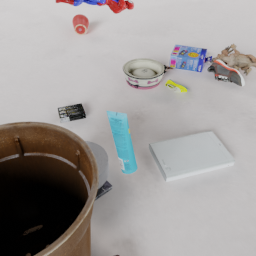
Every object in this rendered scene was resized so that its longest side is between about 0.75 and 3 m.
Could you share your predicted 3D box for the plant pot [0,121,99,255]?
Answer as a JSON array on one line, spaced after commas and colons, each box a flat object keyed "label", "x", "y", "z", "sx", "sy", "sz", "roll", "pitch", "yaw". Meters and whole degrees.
[{"label": "plant pot", "x": -1.786, "y": 1.756, "z": 4.894, "sx": 2.718, "sy": 2.691, "sz": 2.718, "roll": 0, "pitch": 41, "yaw": 0}]

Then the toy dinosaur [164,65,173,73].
[{"label": "toy dinosaur", "x": 1.482, "y": -2.518, "z": 11.681, "sx": 0.758, "sy": 0.387, "sz": 0.515, "roll": -15, "pitch": 21, "yaw": 15}]

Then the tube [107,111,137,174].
[{"label": "tube", "x": -0.079, "y": 0.228, "z": 4.413, "sx": 0.410, "sy": 1.059, "sz": 0.267, "roll": 7, "pitch": 33, "yaw": 34}]

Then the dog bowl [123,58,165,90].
[{"label": "dog bowl", "x": 0.605, "y": -2.104, "z": 10.985, "sx": 1.626, "sy": 0.600, "sz": 1.626, "roll": 0, "pitch": 40, "yaw": 0}]

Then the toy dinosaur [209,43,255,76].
[{"label": "toy dinosaur", "x": 4.669, "y": -2.801, "z": 11.621, "sx": 2.247, "sy": 0.965, "sz": 1.523, "roll": 22, "pitch": 19, "yaw": 6}]

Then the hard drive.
[{"label": "hard drive", "x": 1.762, "y": 0.743, "z": 7.929, "sx": 2.021, "sy": 0.265, "sz": 1.333, "roll": -11, "pitch": 42, "yaw": -13}]

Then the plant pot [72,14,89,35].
[{"label": "plant pot", "x": -2.471, "y": -5.322, "z": 14.590, "sx": 0.891, "sy": 0.891, "sz": 0.788, "roll": -3, "pitch": 51, "yaw": -4}]

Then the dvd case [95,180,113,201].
[{"label": "dvd case", "x": -1.510, "y": 1.350, "z": 7.309, "sx": 1.380, "sy": 0.148, "sz": 1.856, "roll": -30, "pitch": 49, "yaw": -30}]

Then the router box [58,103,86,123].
[{"label": "router box", "x": -1.893, "y": -0.509, "z": 9.415, "sx": 0.850, "sy": 0.217, "sz": 0.634, "roll": -12, "pitch": 42, "yaw": -14}]

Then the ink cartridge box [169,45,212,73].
[{"label": "ink cartridge box", "x": 2.705, "y": -2.966, "z": 11.976, "sx": 1.673, "sy": 0.639, "sz": 1.142, "roll": 13, "pitch": 43, "yaw": 12}]

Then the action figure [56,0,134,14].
[{"label": "action figure", "x": -1.027, "y": -4.830, "z": 9.745, "sx": 2.787, "sy": 1.379, "sz": 0.909, "roll": 2, "pitch": 1, "yaw": -26}]

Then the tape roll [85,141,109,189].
[{"label": "tape roll", "x": -1.230, "y": 0.994, "z": 7.243, "sx": 1.472, "sy": 0.486, "sz": 1.472, "roll": 1, "pitch": 40, "yaw": -1}]

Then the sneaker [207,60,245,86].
[{"label": "sneaker", "x": 3.818, "y": -2.022, "z": 11.032, "sx": 0.711, "sy": 0.669, "sz": 1.736, "roll": -37, "pitch": 46, "yaw": -2}]

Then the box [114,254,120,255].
[{"label": "box", "x": -0.280, "y": 3.023, "z": 5.163, "sx": 0.573, "sy": 0.429, "sz": 1.145, "roll": -11, "pitch": 43, "yaw": -12}]

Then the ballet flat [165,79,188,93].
[{"label": "ballet flat", "x": 1.790, "y": -1.517, "z": 10.568, "sx": 0.335, "sy": 0.334, "sz": 0.999, "roll": -42, "pitch": 50, "yaw": -11}]
